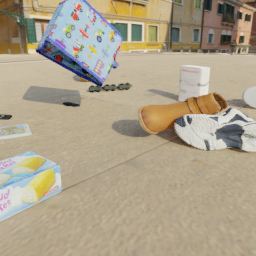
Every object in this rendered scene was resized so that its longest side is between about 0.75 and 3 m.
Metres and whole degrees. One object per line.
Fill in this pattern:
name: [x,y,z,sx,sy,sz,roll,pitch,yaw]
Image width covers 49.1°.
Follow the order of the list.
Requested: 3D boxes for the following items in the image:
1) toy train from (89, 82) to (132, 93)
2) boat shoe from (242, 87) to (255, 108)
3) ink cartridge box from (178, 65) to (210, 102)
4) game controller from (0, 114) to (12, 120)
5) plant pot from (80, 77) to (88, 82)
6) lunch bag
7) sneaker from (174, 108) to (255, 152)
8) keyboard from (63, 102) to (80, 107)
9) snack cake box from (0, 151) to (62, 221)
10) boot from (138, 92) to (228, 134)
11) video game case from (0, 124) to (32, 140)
toy train: [-1.057,-2.457,17.010,2.720,0.464,0.623,-7,8,-17]
boat shoe: [6.767,-1.501,13.384,2.941,1.058,0.966,-2,13,-5]
ink cartridge box: [3.300,-2.164,14.005,0.755,1.824,1.336,-15,24,-37]
game controller: [-5.269,-0.457,11.747,0.758,0.160,0.395,2,34,8]
plant pot: [-2.415,-4.030,19.887,1.581,1.681,1.681,15,19,-3]
lunch bag: [-1.479,-3.117,10.415,2.955,2.224,1.390,30,-20,-29]
sneaker: [2.962,-0.038,9.150,2.752,1.098,1.791,1,14,15]
keyboard: [-2.849,-1.173,13.794,0.896,0.115,0.538,14,24,37]
snack cake box: [-2.637,1.259,5.915,1.219,0.712,2.120,17,25,37]
boot: [1.815,-0.598,9.162,2.161,1.029,2.793,-20,-8,39]
video game case: [-4.154,0.126,10.038,1.199,0.132,1.092,-9,21,-24]
